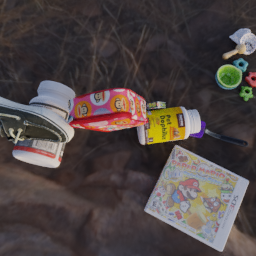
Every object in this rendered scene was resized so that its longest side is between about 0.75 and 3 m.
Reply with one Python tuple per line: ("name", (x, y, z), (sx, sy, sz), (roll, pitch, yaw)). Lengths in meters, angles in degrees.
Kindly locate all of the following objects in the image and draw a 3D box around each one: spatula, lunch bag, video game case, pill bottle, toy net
("spatula", (2.856, 0.224, 9.111), (2.139, 0.220, 0.605), (18, 75, 6))
("lunch bag", (-0.605, -0.409, 7.501), (1.927, 2.188, 0.896), (-8, 83, 19))
("video game case", (2.093, 2.050, 8.498), (2.497, 0.286, 2.272), (26, 74, 8))
("pill bottle", (1.243, -0.099, 8.781), (1.890, 1.032, 1.032), (-8, 73, -2))
("pill bottle", (-2.480, -0.110, 8.606), (1.399, 1.399, 2.414), (11, 72, 4))
("toy net", (4.060, -2.419, 9.776), (1.496, 0.551, 2.852), (22, 73, 7))

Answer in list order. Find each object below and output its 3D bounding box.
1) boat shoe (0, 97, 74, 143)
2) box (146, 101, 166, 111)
("boat shoe", (-2.853, -0.057, 7.169), (2.881, 1.018, 0.917), (17, 49, 4))
("box", (0.574, -0.653, 8.837), (1.075, 0.592, 0.187), (-7, 87, 35))
